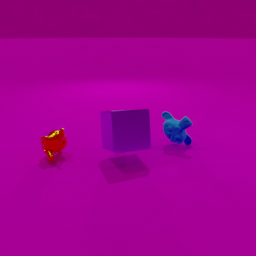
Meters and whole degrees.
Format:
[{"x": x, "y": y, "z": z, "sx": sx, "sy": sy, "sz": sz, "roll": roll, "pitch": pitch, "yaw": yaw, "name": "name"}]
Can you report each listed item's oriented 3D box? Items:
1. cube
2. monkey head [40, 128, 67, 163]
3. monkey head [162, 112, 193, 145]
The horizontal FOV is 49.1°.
[{"x": -0.070, "y": 0.038, "z": 6.544, "sx": 0.912, "sy": 0.912, "sz": 0.912, "roll": -4, "pitch": 4, "yaw": -21, "name": "cube"}, {"x": -1.734, "y": 0.434, "z": 6.739, "sx": 0.620, "sy": 1.029, "sz": 0.740, "roll": -15, "pitch": 65, "yaw": -24, "name": "monkey head"}, {"x": 1.337, "y": -0.008, "z": 7.382, "sx": 0.825, "sy": 1.147, "sz": 0.691, "roll": -41, "pitch": -2, "yaw": 23, "name": "monkey head"}]
